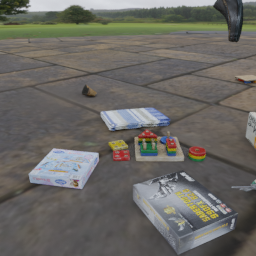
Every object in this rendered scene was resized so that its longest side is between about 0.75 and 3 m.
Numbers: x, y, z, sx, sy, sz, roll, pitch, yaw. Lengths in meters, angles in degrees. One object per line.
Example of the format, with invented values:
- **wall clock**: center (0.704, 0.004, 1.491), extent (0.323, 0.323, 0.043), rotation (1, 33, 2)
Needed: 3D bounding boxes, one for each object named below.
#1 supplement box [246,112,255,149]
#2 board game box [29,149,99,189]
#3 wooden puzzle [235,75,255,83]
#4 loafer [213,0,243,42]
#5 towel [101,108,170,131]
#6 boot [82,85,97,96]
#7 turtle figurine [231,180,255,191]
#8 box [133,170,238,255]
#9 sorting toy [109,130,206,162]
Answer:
- **supplement box**: center (3.947, 0.165, 6.443), extent (1.984, 0.730, 1.250), rotation (0, 23, 2)
- **board game box**: center (-1.249, 0.792, 5.673), extent (1.059, 0.218, 1.057), rotation (5, 24, 12)
- **wooden puzzle**: center (5.357, -2.148, 12.366), extent (0.897, 0.224, 0.969), rotation (-6, 20, -14)
- **loafer**: center (3.099, -3.802, 8.679), extent (0.877, 2.425, 0.883), rotation (-1, -9, 21)
- **towel**: center (0.170, -0.285, 8.144), extent (1.790, 0.213, 1.314), rotation (-6, 22, -18)
- **boot**: center (-1.478, -1.378, 10.589), extent (0.382, 0.372, 1.012), rotation (20, 11, -28)
- **turtle figurine**: center (2.856, 0.962, 4.449), extent (2.036, 1.025, 1.524), rotation (1, 23, -12)
- **box**: center (0.850, 1.249, 4.501), extent (1.075, 0.328, 1.357), rotation (-11, 26, -24)
- **sorting toy**: center (0.619, 0.356, 6.485), extent (2.184, 0.369, 1.053), rotation (0, 24, 0)
